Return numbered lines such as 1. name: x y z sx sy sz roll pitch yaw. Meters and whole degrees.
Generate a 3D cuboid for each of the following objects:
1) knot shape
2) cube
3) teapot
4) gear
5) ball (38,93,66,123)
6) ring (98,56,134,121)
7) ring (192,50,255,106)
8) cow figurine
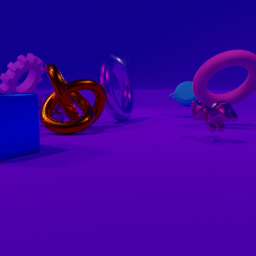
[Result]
1. knot shape: -1.488 -0.810 7.059 0.917 1.858 1.985 -30 6 35
2. cube: -2.173 -0.071 4.605 1.001 1.001 1.001 6 10 36
3. teapot: 2.201 -1.156 9.978 1.508 0.937 0.738 -2 -21 17
4. gear: -2.770 -1.302 7.376 0.250 1.349 1.349 36 16 9
5. ball: -2.165 -0.509 7.887 0.921 0.921 0.921 0 8 0
6. ring: -0.339 -1.241 8.930 0.416 2.079 2.079 -10 4 22
7. ring: 2.628 -1.247 7.409 1.841 1.841 0.368 -1 50 -7
8. cow figurine: 1.720 -0.344 5.752 0.488 0.875 0.889 -4 -29 -32
